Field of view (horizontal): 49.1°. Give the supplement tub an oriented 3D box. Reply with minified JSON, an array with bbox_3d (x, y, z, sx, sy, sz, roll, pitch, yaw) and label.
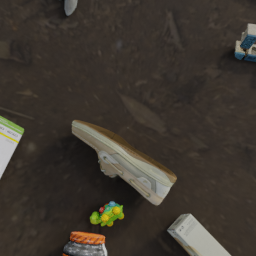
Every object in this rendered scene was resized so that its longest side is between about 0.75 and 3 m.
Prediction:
[{"bbox_3d":[-1.018,3.218,6.206,1.003,1.003,1.637,8,74,2],"label":"supplement tub"}]

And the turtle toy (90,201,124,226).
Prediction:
[{"bbox_3d":[-0.509,2.086,6.775,0.851,0.620,0.430,-30,57,-8],"label":"turtle toy"}]

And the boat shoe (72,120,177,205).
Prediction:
[{"bbox_3d":[-0.286,0.789,6.878,2.931,1.057,0.952,31,97,11],"label":"boat shoe"}]

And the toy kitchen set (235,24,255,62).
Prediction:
[{"bbox_3d":[3.713,-2.091,7.614,1.382,1.107,0.814,10,74,3],"label":"toy kitchen set"}]

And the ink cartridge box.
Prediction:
[{"bbox_3d":[-3.913,0.807,6.141,2.032,1.042,2.750,35,62,-36],"label":"ink cartridge box"}]

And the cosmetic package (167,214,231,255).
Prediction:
[{"bbox_3d":[1.688,2.728,6.394,0.548,0.810,1.540,-41,78,-17],"label":"cosmetic package"}]

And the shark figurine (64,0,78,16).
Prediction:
[{"bbox_3d":[-2.044,-4.435,8.453,1.142,0.798,1.912,-43,81,-12],"label":"shark figurine"}]
